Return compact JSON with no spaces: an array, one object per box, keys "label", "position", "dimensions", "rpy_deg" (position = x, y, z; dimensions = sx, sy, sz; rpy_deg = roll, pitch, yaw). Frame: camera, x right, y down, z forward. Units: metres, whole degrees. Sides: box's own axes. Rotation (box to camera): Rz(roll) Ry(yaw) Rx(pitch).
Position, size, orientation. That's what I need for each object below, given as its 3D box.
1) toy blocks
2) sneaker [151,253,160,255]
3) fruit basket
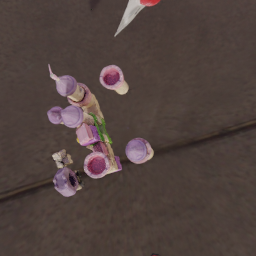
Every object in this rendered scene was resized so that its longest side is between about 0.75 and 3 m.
[{"label":"toy blocks","position":[-0.945,0.055,5.800],"dimensions":[2.404,2.024,2.247],"rpy_deg":[-23,78,10]},{"label":"sneaker","position":[0.619,2.659,5.036],"dimensions":[0.276,0.381,0.780],"rpy_deg":[-29,82,16]},{"label":"fruit basket","position":[0.585,-4.042,7.193],"dimensions":[1.320,2.817,2.609],"rpy_deg":[37,52,-5]}]
